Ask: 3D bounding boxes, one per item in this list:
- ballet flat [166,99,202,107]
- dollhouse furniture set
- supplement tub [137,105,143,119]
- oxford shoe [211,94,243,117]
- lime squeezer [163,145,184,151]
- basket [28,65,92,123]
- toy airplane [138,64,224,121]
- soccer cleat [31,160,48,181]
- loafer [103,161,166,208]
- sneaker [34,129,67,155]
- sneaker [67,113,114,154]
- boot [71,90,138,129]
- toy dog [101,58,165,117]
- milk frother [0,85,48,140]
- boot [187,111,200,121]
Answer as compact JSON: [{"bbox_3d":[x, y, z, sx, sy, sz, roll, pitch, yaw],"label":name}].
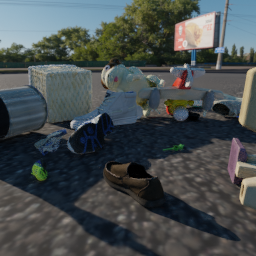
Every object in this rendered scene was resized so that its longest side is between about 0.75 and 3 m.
[{"bbox_3d":[3.216,-1.503,15.042,2.521,0.875,0.875,-1,14,-6],"label":"ballet flat"},{"bbox_3d":[3.203,0.090,5.369,1.858,2.618,2.075,7,13,11],"label":"dollhouse furniture set"},{"bbox_3d":[0.154,-0.760,12.539,0.612,0.612,0.928,-12,19,-38],"label":"supplement tub"},{"bbox_3d":[5.059,-0.826,12.473,2.952,1.110,0.852,14,55,18],"label":"oxford shoe"},{"bbox_3d":[1.433,0.565,8.273,0.832,0.157,0.294,-10,17,-32],"label":"lime squeezer"},{"bbox_3d":[-2.930,-1.513,12.336,2.281,2.302,1.851,-11,24,-37],"label":"basket"},{"bbox_3d":[2.286,-1.316,11.909,2.840,2.004,2.827,-15,-24,36],"label":"toy airplane"},{"bbox_3d":[-2.053,1.018,6.429,0.357,0.276,0.854,-32,24,-4],"label":"soccer cleat"},{"bbox_3d":[0.110,0.959,5.708,0.656,0.641,1.798,-11,18,-36],"label":"loafer"},{"bbox_3d":[-2.021,0.397,7.636,1.128,0.481,0.435,-29,1,29],"label":"sneaker"},{"bbox_3d":[-1.204,0.258,8.548,0.881,0.866,2.286,-24,7,25],"label":"sneaker"},{"bbox_3d":[-0.899,-0.793,11.024,2.950,1.410,1.085,-11,18,-36],"label":"boot"},{"bbox_3d":[0.087,-2.128,12.731,2.616,1.825,2.536,23,31,-12],"label":"toy dog"},{"bbox_3d":[-4.593,-1.034,9.012,2.647,2.933,2.759,3,13,26],"label":"milk frother"},{"bbox_3d":[2.719,-0.500,12.170,0.847,0.314,0.694,9,18,21],"label":"boot"}]
